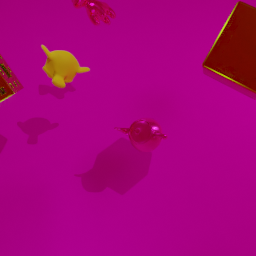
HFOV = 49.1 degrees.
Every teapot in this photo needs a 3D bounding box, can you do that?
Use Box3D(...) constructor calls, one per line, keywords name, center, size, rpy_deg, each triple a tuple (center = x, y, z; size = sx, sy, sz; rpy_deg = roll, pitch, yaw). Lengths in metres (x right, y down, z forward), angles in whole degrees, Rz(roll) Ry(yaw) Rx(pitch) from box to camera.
Box3D(name="teapot", center=(0.269, 0.106, 5.492), size=(1.120, 0.548, 0.696), rpy_deg=(8, 82, 31))

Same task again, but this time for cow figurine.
Box3D(name="cow figurine", center=(-0.831, -2.866, 6.557), size=(0.938, 0.523, 0.954), rpy_deg=(54, 37, 5))

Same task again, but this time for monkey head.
Box3D(name="monkey head", center=(-1.445, -1.306, 6.174), size=(1.164, 0.701, 0.837), rpy_deg=(23, 24, -28))

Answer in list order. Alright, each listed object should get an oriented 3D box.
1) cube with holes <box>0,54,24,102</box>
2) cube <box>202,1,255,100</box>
Box3D(name="cube with holes", center=(-2.871, -0.920, 5.648), size=(0.942, 0.942, 0.942), rpy_deg=(-31, 108, 0))
Box3D(name="cube", center=(1.881, -1.142, 4.397), size=(1.031, 1.031, 1.031), rpy_deg=(31, 102, 12))
